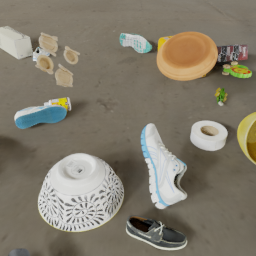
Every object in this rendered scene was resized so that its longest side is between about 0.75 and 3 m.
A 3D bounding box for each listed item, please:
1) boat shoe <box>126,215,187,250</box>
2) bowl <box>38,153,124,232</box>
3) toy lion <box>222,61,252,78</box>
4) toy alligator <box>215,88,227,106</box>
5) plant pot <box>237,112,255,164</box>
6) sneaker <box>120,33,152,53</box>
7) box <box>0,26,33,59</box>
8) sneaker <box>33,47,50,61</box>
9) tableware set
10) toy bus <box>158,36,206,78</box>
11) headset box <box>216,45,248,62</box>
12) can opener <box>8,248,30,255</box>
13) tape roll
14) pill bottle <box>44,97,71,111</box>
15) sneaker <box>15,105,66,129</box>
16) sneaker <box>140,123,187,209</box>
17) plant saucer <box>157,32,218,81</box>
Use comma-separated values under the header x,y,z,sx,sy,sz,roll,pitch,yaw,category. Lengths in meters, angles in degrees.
x,y,z,sx,sy,sz,roll,pitch,yaw,category
0.570,2.106,5.689,1.277,0.432,0.458,13,37,14,boat shoe
-1.103,1.218,6.440,2.033,0.954,2.033,1,36,0,bowl
4.617,-2.383,11.661,1.120,0.401,1.168,25,38,34,toy lion
3.303,-1.084,10.095,0.404,0.293,1.219,38,42,-3,toy alligator
3.622,0.172,7.610,1.557,1.557,1.106,-5,13,-7,plant pot
0.555,-4.437,14.254,0.967,0.822,2.120,-24,44,-34,sneaker
-5.677,-4.248,13.826,0.807,0.970,2.360,-29,47,-34,box
-4.124,-3.617,13.340,0.452,0.522,1.205,8,36,13,sneaker
-1.859,-1.792,7.380,0.162,1.167,1.397,-21,55,42,tableware set
2.376,-3.181,12.383,1.122,0.933,2.865,-10,38,-14,toy bus
4.344,-3.340,12.511,1.759,0.679,1.309,-6,17,-10,headset box
-1.414,3.044,4.443,0.796,0.635,2.380,16,23,-38,can opener
2.383,0.214,8.285,1.033,0.361,1.033,0,36,0,tape roll
-2.388,-0.755,9.515,0.845,0.462,0.462,-11,38,-14,pill bottle
-2.808,-0.471,9.022,1.618,0.619,0.653,-12,31,-21,sneaker
0.885,0.772,6.443,0.862,0.746,1.989,-22,71,27,sneaker
1.688,-2.176,8.151,1.763,0.330,1.763,-8,60,14,plant saucer
